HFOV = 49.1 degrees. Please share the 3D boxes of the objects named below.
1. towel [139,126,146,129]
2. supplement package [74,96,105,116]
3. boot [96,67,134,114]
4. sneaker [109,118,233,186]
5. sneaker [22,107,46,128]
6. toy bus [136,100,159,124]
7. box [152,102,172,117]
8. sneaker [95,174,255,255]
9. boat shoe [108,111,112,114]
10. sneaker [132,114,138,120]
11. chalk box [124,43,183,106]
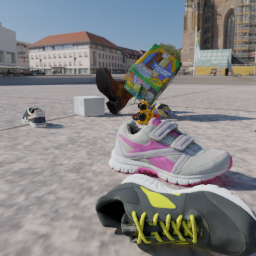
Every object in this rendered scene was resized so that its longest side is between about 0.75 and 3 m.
[{"bbox_3d":[0.657,0.035,10.146,0.892,0.154,0.591,-8,15,-37],"label":"towel"},{"bbox_3d":[-1.941,-1.126,14.083,1.160,0.892,1.213,-7,13,-31],"label":"supplement package"},{"bbox_3d":[-0.244,-2.435,14.232,0.939,2.582,2.743,2,38,44],"label":"boot"},{"bbox_3d":[0.774,0.394,5.742,2.606,1.149,1.060,5,12,23],"label":"sneaker"},{"bbox_3d":[-3.815,-0.502,11.409,0.737,0.746,1.878,-10,14,-36],"label":"sneaker"},{"bbox_3d":[0.842,-0.635,11.600,0.929,0.968,0.657,7,9,-6],"label":"toy bus"},{"bbox_3d":[1.645,-0.926,13.825,0.416,0.453,1.294,-40,20,-7],"label":"box"},{"bbox_3d":[0.449,1.140,3.367,0.904,0.796,2.137,-18,12,-41],"label":"sneaker"},{"bbox_3d":[-0.824,-0.901,14.581,0.291,0.264,0.792,3,12,17],"label":"boat shoe"},{"bbox_3d":[0.632,-0.504,12.301,0.946,0.381,0.353,8,12,38],"label":"sneaker"},{"bbox_3d":[0.960,-2.249,13.127,2.695,1.671,1.682,-48,-7,-25],"label":"chalk box"}]
